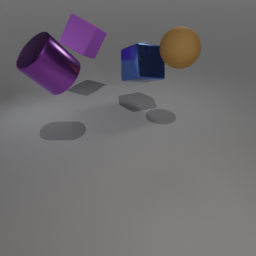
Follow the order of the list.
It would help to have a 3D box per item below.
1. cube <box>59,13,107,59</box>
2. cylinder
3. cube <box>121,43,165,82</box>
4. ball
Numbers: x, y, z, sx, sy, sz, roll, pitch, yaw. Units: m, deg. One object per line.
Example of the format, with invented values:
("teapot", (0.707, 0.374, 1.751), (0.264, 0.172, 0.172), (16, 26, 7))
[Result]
("cube", (-2.082, -4.254, 13.138), (1.400, 1.400, 1.400), (31, 14, 9))
("cylinder", (-2.438, -1.967, 8.666), (1.400, 1.400, 1.400), (-21, 51, 28))
("cube", (0.632, -2.775, 12.158), (1.400, 1.400, 1.400), (-3, 4, -31))
("ball", (1.784, -2.740, 9.593), (1.400, 1.400, 1.400), (0, 29, 0))
